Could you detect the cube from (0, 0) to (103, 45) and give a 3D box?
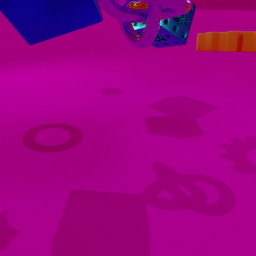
[{"bbox_3d":[-1.178,-2.145,3.898,1.215,1.215,1.215,-16,66,7],"label":"cube"}]

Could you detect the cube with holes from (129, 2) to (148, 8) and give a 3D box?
[{"bbox_3d":[0.380,-3.440,7.143,0.973,0.973,0.973,41,14,-11],"label":"cube with holes"}]

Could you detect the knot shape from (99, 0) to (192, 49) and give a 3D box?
[{"bbox_3d":[0.152,-2.157,4.720,1.583,1.481,0.731,-12,50,46],"label":"knot shape"}]

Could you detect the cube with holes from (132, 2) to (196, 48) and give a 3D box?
[{"bbox_3d":[1.057,-3.304,8.456,1.246,1.246,1.246,19,-5,-41],"label":"cube with holes"}]

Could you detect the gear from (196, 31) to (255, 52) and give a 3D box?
[{"bbox_3d":[2.375,-1.723,5.693,1.876,0.347,1.876,1,15,0],"label":"gear"}]
